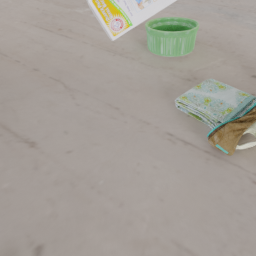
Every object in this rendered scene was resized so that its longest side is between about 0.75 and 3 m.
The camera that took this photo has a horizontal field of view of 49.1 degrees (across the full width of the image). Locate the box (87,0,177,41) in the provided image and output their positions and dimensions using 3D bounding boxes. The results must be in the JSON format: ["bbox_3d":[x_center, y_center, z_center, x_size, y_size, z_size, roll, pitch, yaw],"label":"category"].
[{"bbox_3d":[0.214,-4.027,7.918,2.761,1.400,1.553,-30,45,9],"label":"box"}]

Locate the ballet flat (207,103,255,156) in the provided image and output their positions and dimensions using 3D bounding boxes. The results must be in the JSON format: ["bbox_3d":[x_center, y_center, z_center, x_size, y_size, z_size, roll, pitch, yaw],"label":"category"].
[{"bbox_3d":[3.468,-0.050,7.902,2.811,0.953,1.017,-28,69,-28],"label":"ballet flat"}]

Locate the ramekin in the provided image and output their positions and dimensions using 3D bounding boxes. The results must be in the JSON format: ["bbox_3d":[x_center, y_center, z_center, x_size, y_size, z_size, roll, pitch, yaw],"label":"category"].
[{"bbox_3d":[1.837,-3.877,11.888,2.218,1.083,2.218,-2,36,1],"label":"ramekin"}]

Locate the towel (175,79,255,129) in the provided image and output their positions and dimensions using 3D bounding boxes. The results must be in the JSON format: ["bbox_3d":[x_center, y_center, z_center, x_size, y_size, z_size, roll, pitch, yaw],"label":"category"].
[{"bbox_3d":[2.801,-0.852,9.010,2.099,0.505,1.797,-31,50,-30],"label":"towel"}]
